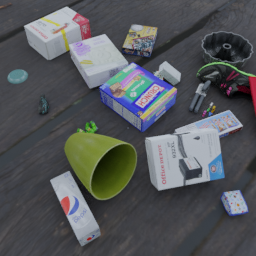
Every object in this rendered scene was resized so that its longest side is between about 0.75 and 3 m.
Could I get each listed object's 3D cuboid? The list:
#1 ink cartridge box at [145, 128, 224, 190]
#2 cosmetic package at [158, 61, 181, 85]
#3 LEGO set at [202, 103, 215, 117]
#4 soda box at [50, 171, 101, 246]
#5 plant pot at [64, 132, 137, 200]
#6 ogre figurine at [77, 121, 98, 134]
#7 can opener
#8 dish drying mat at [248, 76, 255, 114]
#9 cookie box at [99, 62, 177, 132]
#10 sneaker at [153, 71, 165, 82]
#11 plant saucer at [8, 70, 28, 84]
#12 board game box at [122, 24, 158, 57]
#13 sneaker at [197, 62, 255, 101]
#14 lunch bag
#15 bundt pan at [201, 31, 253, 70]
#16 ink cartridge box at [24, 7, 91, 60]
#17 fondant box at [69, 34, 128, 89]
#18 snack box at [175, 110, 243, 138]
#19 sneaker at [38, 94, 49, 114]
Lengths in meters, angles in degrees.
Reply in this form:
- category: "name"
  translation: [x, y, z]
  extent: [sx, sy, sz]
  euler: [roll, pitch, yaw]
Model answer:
- category: "ink cartridge box"
  translation: [1.956, 1.051, 9.845]
  extent: [2.395, 1.002, 1.737]
  euler: [-9, 94, -7]
- category: "cosmetic package"
  translation: [1.959, -2.563, 13.144]
  extent: [1.041, 0.422, 0.588]
  euler: [33, 50, -21]
- category: "LEGO set"
  translation: [3.600, -0.805, 12.183]
  extent: [0.322, 0.347, 0.845]
  euler: [31, 59, 21]
- category: "soda box"
  translation: [-1.758, 2.619, 9.299]
  extent: [0.737, 0.793, 2.323]
  euler: [-25, 57, -18]
- category: "plant pot"
  translation: [-1.199, 1.060, 9.937]
  extent: [2.233, 2.089, 2.089]
  euler: [27, 56, 38]
- category: "ogre figurine"
  translation: [-1.634, 0.129, 11.421]
  extent: [0.602, 0.492, 1.004]
  euler: [24, 39, 38]
- category: "can opener"
  translation: [3.207, -1.441, 12.565]
  extent: [0.469, 0.593, 1.784]
  euler: [22, 61, 16]
- category: "dish drying mat"
  translation: [5.745, -0.873, 11.687]
  extent: [1.084, 0.257, 2.824]
  euler: [6, 68, -14]
- category: "cookie box"
  translation: [0.427, -1.416, 12.202]
  extent: [2.586, 0.972, 2.212]
  euler: [37, 64, 24]
- category: "sneaker"
  translation: [1.407, -2.216, 13.263]
  extent: [0.614, 0.463, 1.314]
  euler: [-4, 52, 18]
- category: "plant saucer"
  translation: [-5.383, -2.548, 13.620]
  extent: [0.975, 0.175, 0.975]
  euler: [0, 53, 0]
- category: "board game box"
  translation: [0.678, -4.756, 15.162]
  extent: [1.507, 0.385, 2.225]
  euler: [11, 53, 9]
- category: "sneaker"
  translation: [4.573, -2.074, 12.662]
  extent: [2.983, 1.145, 1.249]
  euler: [20, 51, 16]
- category: "lunch bag"
  translation: [3.619, 2.586, 9.528]
  extent: [0.660, 0.481, 0.776]
  euler: [-8, 46, -8]
- category: "bundt pan"
  translation: [4.850, -3.731, 14.040]
  extent: [2.508, 0.941, 2.508]
  euler: [-1, 53, 1]
- category: "ink cartridge box"
  translation: [-3.696, -5.078, 14.907]
  extent: [2.798, 1.167, 2.031]
  euler: [-38, 61, -25]
- category: "fondant box"
  translation: [-1.470, -3.335, 13.713]
  extent: [2.023, 0.817, 2.805]
  euler: [-22, 51, -15]
- category: "snack box"
  translation: [3.314, 0.074, 11.521]
  extent: [2.683, 0.326, 0.965]
  euler: [-19, 55, -14]
- category: "sneaker"
  translation: [-3.723, -1.058, 12.414]
  extent: [0.424, 0.404, 1.071]
  euler: [4, 58, -15]
